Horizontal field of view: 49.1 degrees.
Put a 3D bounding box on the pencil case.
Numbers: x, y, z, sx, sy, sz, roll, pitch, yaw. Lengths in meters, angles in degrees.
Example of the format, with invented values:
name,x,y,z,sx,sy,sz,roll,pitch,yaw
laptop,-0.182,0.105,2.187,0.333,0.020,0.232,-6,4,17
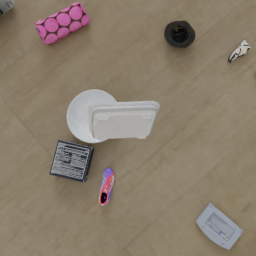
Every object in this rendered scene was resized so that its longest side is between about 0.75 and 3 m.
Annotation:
name,x,y,z,sx,sy,sz,roll,pitch,yaw
pencil case,-2.658,-4.270,11.358,2.144,0.973,1.004,-29,98,-6

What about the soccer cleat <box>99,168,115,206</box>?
name,x,y,z,sx,sy,sz,roll,pitch,yaw
soccer cleat,-0.823,2.265,10.797,0.491,0.527,1.439,11,83,1

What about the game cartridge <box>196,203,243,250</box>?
name,x,y,z,sx,sy,sz,roll,pitch,yaw
game cartridge,3.448,3.805,10.740,1.606,0.325,1.071,41,81,5

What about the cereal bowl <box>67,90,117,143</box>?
name,x,y,z,sx,sy,sz,roll,pitch,yaw
cereal bowl,-1.293,-0.407,10.949,2.064,0.859,2.064,0,83,0

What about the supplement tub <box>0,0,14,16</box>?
name,x,y,z,sx,sy,sz,roll,pitch,yaw
supplement tub,-6.175,-4.779,11.012,2.903,1.779,1.779,-40,85,-4

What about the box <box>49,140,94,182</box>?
name,x,y,z,sx,sy,sz,roll,pitch,yaw
box,-2.120,1.265,10.758,1.358,0.837,1.347,13,83,2

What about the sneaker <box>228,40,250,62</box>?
name,x,y,z,sx,sy,sz,roll,pitch,yaw
sneaker,4.576,-3.086,11.503,0.455,0.419,1.137,44,85,3

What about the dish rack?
name,x,y,z,sx,sy,sz,roll,pitch,yaw
dish rack,-0.136,-0.121,8.439,2.072,1.778,0.451,-2,61,-8

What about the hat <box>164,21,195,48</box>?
name,x,y,z,sx,sy,sz,roll,pitch,yaw
hat,2.103,-3.729,11.514,1.321,0.533,1.321,-2,73,6
